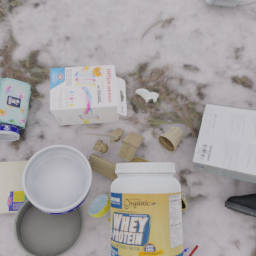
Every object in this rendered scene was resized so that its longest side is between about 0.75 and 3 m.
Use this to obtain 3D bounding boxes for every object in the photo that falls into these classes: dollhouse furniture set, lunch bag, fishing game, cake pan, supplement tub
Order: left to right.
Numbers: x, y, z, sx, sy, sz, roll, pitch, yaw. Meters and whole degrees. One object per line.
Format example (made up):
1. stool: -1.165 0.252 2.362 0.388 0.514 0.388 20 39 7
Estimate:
1. lunch bag: -4.636 -0.867 10.096 2.066 1.260 1.760 3 72 -7
2. cake pan: -2.477 3.075 8.961 2.182 0.400 2.182 6 56 -9
3. dollhouse furniture set: -0.433 0.850 10.051 1.432 1.227 1.505 25 109 8
4. supplement tub: 0.521 2.470 8.126 2.073 2.073 2.866 -1 80 0
5. fishing game: 0.737 3.527 9.139 2.804 0.436 2.008 38 83 8

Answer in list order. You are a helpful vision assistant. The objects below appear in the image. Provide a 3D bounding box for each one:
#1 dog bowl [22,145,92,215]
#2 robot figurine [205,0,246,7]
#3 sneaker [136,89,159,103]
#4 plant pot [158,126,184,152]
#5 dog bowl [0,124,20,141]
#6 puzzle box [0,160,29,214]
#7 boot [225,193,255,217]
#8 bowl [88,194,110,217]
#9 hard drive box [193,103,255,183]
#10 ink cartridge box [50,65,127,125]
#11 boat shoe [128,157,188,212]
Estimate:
1. dog bowl: -2.242 1.669 9.062 2.135 0.841 2.135 4 65 -8
2. robot figurine: 3.999 -5.697 11.695 1.923 1.086 1.631 7 33 3
3. sneaker: 0.697 -1.208 10.674 0.902 0.352 0.448 16 76 6
4. plant pot: 1.589 0.351 10.017 0.771 0.771 0.706 42 66 12
5. dog bowl: -4.320 0.175 9.934 0.896 0.896 0.353 -3 70 -1
6. puzzle box: -3.901 2.033 9.692 1.184 0.226 1.779 -2 72 -1
7. boot: 4.557 1.614 9.444 2.282 0.909 2.769 17 77 -5
8. bowl: -0.876 2.668 9.315 0.823 0.823 0.443 -43 116 -12
9. hard drive box: 3.827 0.554 9.289 2.870 1.102 2.237 11 72 22
10. ink cartridge box: -1.321 -1.153 9.989 2.520 1.578 1.619 -4 72 -1
11. boat shoe: 0.990 1.870 9.452 0.902 0.778 2.474 -41 77 -12
